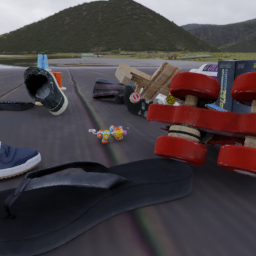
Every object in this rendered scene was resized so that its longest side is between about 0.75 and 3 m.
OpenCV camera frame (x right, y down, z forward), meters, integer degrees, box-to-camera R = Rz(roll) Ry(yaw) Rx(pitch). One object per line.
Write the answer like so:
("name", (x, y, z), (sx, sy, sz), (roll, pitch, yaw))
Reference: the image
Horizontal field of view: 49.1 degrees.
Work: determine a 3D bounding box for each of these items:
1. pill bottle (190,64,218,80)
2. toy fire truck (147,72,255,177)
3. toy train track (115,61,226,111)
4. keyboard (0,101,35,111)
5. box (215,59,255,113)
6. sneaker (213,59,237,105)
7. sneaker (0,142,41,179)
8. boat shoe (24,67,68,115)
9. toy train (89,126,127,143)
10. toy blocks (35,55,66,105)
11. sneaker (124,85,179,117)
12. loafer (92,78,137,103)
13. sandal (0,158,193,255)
("pill bottle", (3.899, -1.928, 11.804), (2.646, 1.488, 1.488), (12, 19, 38))
("toy fire truck", (1.696, 0.081, 4.871), (2.501, 1.402, 2.100), (8, -11, 33))
("toy train track", (1.023, -0.445, 5.412), (2.778, 0.452, 1.593), (23, -19, -7))
("keyboard", (-4.635, -0.832, 10.053), (2.196, 0.282, 1.319), (3, 15, 14))
("box", (3.298, -1.057, 7.973), (2.206, 1.740, 0.563), (-12, 18, -40))
("sneaker", (3.611, -1.736, 10.582), (2.999, 1.732, 1.125), (10, 18, 33))
("sneaker", (-2.362, 0.250, 4.272), (1.936, 1.050, 0.679), (-7, 11, -23))
("boat shoe", (-2.953, -1.435, 9.247), (2.632, 0.984, 0.873), (52, 6, 35))
("toy train", (-0.414, 0.149, 6.373), (0.903, 0.251, 0.678), (-8, 15, -38))
("toy blocks", (-2.893, -1.744, 10.323), (1.556, 1.868, 0.678), (12, 17, 41))
("sneaker", (0.710, -0.817, 8.965), (1.037, 0.868, 2.343), (-9, 26, -30))
("loafer", (-0.364, -1.325, 11.251), (2.875, 0.905, 1.033), (20, -6, 42))
("sandal", (-0.489, 0.680, 3.483), (2.999, 0.642, 1.140), (-10, 18, -34))
